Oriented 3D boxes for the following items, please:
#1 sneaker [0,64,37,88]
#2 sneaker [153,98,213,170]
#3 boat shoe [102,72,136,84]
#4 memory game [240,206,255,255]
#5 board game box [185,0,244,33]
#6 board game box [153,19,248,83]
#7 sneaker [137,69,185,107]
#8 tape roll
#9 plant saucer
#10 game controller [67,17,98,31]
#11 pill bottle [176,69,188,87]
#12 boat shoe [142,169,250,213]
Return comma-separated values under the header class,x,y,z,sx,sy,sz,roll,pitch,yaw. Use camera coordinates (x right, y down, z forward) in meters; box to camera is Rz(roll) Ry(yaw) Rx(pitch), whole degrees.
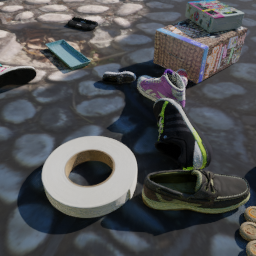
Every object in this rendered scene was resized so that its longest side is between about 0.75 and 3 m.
class,x,y,z,sx,sy,sz,roll,pitch,yaw
sneaker,-4.320,-1.975,9.820,1.987,0.831,1.200,-18,53,-19
sneaker,1.112,0.110,7.251,1.076,0.932,2.599,-15,43,-17
boat shoe,-0.339,-1.724,9.808,1.205,0.421,0.399,8,48,10
memory game,3.178,2.036,5.277,2.029,0.129,2.029,-10,34,7
board game box,3.208,-4.264,10.565,1.336,0.582,1.811,-14,42,-17
board game box,2.725,-3.137,10.712,2.753,1.333,2.195,-30,49,-31
sneaker,1.065,-1.437,8.831,0.787,1.238,2.171,-25,45,-25
tape roll,-0.871,1.048,6.565,2.215,0.405,2.215,0,40,0
plant saucer,-2.479,-3.019,11.453,0.864,0.234,2.471,-25,46,-26
game controller,-2.275,-5.194,13.984,1.551,0.327,0.809,21,59,23
pill bottle,1.803,-1.704,9.567,0.453,0.453,0.807,8,38,9
boat shoe,1.478,1.278,5.988,2.356,0.774,0.842,-2,44,1
